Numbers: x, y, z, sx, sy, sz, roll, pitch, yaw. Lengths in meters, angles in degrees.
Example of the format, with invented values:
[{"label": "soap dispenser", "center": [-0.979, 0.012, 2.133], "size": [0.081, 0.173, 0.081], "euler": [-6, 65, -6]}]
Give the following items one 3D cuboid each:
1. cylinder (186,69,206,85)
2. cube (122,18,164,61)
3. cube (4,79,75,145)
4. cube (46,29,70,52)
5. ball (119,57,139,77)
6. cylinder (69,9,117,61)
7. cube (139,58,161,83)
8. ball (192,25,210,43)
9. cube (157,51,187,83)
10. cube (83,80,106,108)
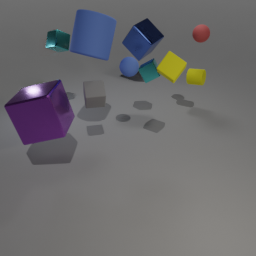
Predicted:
[{"label": "cylinder", "center": [3.056, -2.289, 12.555], "size": [0.700, 0.700, 0.700], "euler": [11, 32, 29]}, {"label": "cube", "center": [0.819, -4.833, 15.318], "size": [1.400, 1.400, 1.400], "euler": [47, 51, 0]}, {"label": "cube", "center": [-2.668, -0.509, 8.740], "size": [1.400, 1.400, 1.400], "euler": [-11, 28, 9]}, {"label": "cube", "center": [-2.950, -3.664, 11.826], "size": [0.700, 0.700, 0.700], "euler": [6, 0, 41]}, {"label": "ball", "center": [0.043, -2.207, 10.089], "size": [0.700, 0.700, 0.700], "euler": [0, 30, 0]}, {"label": "cylinder", "center": [-1.221, -3.200, 9.749], "size": [1.400, 1.400, 1.400], "euler": [13, 11, -3]}, {"label": "cube", "center": [0.934, -2.439, 11.917], "size": [0.700, 0.700, 0.700], "euler": [-24, 18, 21]}, {"label": "ball", "center": [2.983, -3.845, 11.412], "size": [0.700, 0.700, 0.700], "euler": [0, 30, 0]}, {"label": "cube", "center": [1.442, -1.996, 9.260], "size": [0.700, 0.700, 0.700], "euler": [37, 6, 7]}, {"label": "cube", "center": [-1.183, -1.187, 9.860], "size": [0.700, 0.700, 0.700], "euler": [-7, 63, -11]}]
